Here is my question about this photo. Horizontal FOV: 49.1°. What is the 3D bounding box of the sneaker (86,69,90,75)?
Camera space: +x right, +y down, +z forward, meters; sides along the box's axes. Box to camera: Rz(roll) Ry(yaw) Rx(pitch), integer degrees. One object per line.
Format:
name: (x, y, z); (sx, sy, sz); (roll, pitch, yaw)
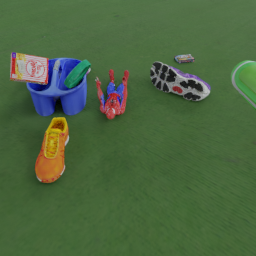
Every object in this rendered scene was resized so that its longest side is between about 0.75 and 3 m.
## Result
sneaker: (-2.373, -2.571, 12.027); (1.556, 0.564, 0.887); (19, 36, 11)

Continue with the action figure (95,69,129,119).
action figure: (-0.483, -1.553, 9.987); (0.976, 1.481, 2.992); (2, 40, 3)

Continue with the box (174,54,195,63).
box: (2.649, -3.250, 13.149); (0.800, 0.151, 0.546); (-9, 39, -12)

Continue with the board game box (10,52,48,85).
board game box: (-2.850, -1.708, 8.116); (1.018, 0.772, 0.236); (3, -8, -30)

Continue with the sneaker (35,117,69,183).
sneaker: (-2.120, 0.537, 7.709); (0.823, 0.870, 2.254); (-2, 39, -5)

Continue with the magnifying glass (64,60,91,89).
magnifying glass: (-1.737, -1.618, 9.404); (0.288, 2.570, 1.023); (43, 77, -5)

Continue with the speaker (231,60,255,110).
speaker: (2.655, -0.737, 5.476); (0.711, 0.711, 1.608); (-7, 37, -8)

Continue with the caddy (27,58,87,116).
caddy: (-2.449, -1.644, 10.028); (1.958, 1.454, 2.769); (-3, 38, -3)

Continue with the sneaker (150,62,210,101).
sneaker: (1.983, -1.794, 10.870); (2.534, 1.022, 1.057); (32, 32, 23)
